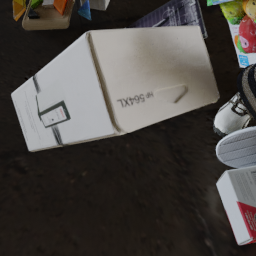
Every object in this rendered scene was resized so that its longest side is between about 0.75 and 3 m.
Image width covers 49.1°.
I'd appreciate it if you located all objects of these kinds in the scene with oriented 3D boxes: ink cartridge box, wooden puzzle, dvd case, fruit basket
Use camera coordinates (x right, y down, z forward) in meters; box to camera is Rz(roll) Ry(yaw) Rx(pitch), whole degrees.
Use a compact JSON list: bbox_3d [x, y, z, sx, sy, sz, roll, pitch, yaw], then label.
[{"bbox_3d":[3.155,1.547,5.995,1.968,0.815,1.434,-8,59,-5],"label":"ink cartridge box"},{"bbox_3d":[-2.653,-4.162,9.404,2.936,0.343,1.981,-4,71,11],"label":"wooden puzzle"},{"bbox_3d":[0.865,-2.730,8.140,2.658,0.212,1.976,-21,54,28],"label":"dvd case"},{"bbox_3d":[-0.344,-0.526,4.463,2.030,2.780,1.172,-20,94,-39],"label":"ink cartridge box"},{"bbox_3d":[2.294,-2.092,5.219,1.107,2.362,2.188,-19,21,-3],"label":"fruit basket"}]

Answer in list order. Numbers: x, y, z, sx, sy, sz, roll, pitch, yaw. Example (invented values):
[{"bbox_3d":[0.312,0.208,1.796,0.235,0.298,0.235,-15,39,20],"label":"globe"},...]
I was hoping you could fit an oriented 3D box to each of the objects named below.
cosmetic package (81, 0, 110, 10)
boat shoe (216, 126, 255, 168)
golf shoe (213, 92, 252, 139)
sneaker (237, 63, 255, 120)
[{"bbox_3d":[-0.983,-5.464,10.057,1.042,1.234,2.311,9,61,5],"label":"cosmetic package"},{"bbox_3d":[3.501,0.284,6.707,2.765,0.981,0.997,-14,98,12],"label":"boat shoe"},{"bbox_3d":[2.977,-0.634,7.241,0.828,1.007,2.131,37,67,19],"label":"golf shoe"},{"bbox_3d":[2.748,-0.396,3.866,2.559,1.388,0.897,20,74,-17],"label":"sneaker"}]
